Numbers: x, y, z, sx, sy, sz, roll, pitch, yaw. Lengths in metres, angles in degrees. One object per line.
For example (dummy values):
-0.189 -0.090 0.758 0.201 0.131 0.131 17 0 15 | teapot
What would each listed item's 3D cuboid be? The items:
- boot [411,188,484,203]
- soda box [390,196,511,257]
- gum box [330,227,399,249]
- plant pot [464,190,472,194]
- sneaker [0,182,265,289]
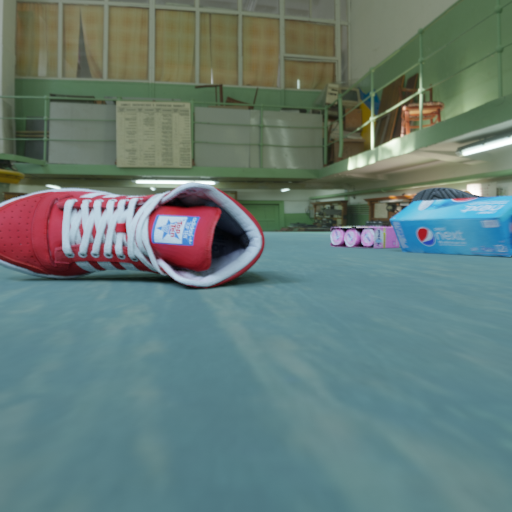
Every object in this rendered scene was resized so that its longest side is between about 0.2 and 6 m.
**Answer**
6.207 -0.928 13.807 4.016 1.318 3.310 -10 24 -44 | boot
4.022 -0.597 11.208 0.895 0.847 2.640 -35 20 -26 | soda box
2.819 -0.494 14.783 0.949 0.553 1.673 -2 4 -35 | gum box
5.735 -1.101 15.467 1.474 1.032 1.474 -27 -21 -11 | plant pot
-1.306 -0.216 5.555 2.846 1.014 1.601 1 -1 -15 | sneaker
